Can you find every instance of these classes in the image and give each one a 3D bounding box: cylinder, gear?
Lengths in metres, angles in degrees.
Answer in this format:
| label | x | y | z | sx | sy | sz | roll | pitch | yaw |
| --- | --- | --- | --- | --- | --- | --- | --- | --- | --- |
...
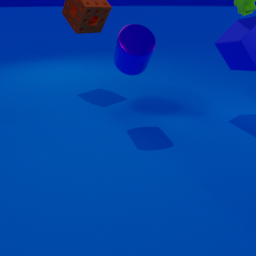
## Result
| label | x | y | z | sx | sy | sz | roll | pitch | yaw |
| --- | --- | --- | --- | --- | --- | --- | --- | --- | --- |
| cylinder | 0.146 | -1.943 | 7.040 | 0.922 | 0.922 | 0.922 | -6 | -18 | -11 |
| gear | 3.103 | -3.774 | 7.605 | 0.250 | 1.351 | 1.351 | -17 | 23 | 11 |

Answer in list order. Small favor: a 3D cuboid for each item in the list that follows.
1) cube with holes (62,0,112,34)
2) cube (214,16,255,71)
| label | x | y | z | sx | sy | sz | roll | pitch | yaw |
| --- | --- | --- | --- | --- | --- | --- | --- | --- | --- |
| cube with holes | -1.462 | -4.119 | 9.805 | 1.093 | 1.093 | 1.093 | -19 | 67 | -40 |
| cube | 3.276 | -2.305 | 7.721 | 1.034 | 1.034 | 1.034 | -45 | 24 | -6 |
